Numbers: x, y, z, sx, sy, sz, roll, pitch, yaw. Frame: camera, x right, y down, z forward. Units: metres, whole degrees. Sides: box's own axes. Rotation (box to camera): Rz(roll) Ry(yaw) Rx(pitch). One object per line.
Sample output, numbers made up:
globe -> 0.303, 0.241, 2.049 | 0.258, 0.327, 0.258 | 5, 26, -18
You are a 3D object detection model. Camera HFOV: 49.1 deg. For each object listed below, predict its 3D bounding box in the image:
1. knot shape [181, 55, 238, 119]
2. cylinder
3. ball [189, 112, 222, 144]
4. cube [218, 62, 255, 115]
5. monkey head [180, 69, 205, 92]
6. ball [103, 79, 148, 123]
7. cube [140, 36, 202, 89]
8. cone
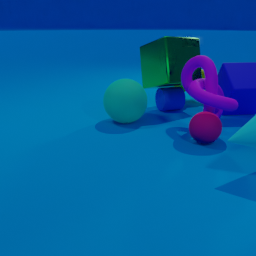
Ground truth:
knot shape -> 1.922, -0.783, 6.617 | 0.826, 1.788, 1.673 | -29, 16, 11
cylinder -> 1.295, -0.903, 8.631 | 0.707, 0.707, 0.707 | -6, 22, -17
ball -> 1.731, -0.008, 6.282 | 0.720, 0.720, 0.720 | 0, 21, 0
cube -> 3.243, -1.132, 8.140 | 1.097, 1.097, 1.097 | -2, 54, -5
monkey head -> 2.170, -1.471, 9.427 | 1.026, 1.225, 1.703 | -3, -19, -11
ball -> -0.070, -0.721, 7.509 | 1.189, 1.189, 1.189 | 0, 21, 0
cube -> 1.260, -1.903, 8.361 | 1.294, 1.294, 1.294 | -7, 5, -30
cone -> 2.454, 0.020, 4.691 | 1.625, 1.619, 1.619 | -14, 22, -1
